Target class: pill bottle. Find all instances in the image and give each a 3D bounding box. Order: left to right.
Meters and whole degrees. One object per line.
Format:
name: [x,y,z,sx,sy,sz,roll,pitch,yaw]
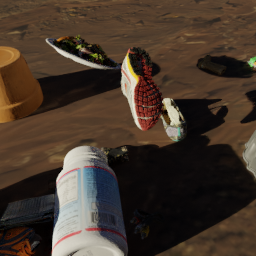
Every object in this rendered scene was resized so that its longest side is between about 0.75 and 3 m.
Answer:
pill bottle: [-0.893,1.700,6.274,1.469,1.469,2.702,-5,39,-6]

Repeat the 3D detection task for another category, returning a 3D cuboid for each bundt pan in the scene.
bundt pan: [4.810,0.667,7.890,2.806,1.053,2.806,-1,39,1]

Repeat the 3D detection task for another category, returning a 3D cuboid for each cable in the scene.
cable: [0.422,2.032,6.224,0.576,0.298,1.186,55,19,19]

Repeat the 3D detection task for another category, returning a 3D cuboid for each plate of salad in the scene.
plate of salad: [-1.376,-2.571,9.234,2.582,0.620,2.582,21,19,-7]

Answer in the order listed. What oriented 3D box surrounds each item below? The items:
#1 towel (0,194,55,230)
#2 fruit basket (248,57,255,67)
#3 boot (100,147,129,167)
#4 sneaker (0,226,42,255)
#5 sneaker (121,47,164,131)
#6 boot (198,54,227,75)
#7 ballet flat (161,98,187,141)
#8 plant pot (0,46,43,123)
towel: [-2.329,1.912,6.570,1.236,0.222,1.283,-8,11,-9]
fruit basket: [6.065,-2.909,12.916,0.805,0.407,0.869,-26,61,-28]
boot: [-0.378,0.919,8.107,0.817,0.397,1.085,-5,33,-5]
sneaker: [-2.138,2.688,5.580,1.162,0.805,2.075,-33,49,-32]
sneaker: [0.338,-1.029,7.821,0.903,0.953,2.319,0,71,-24]
boot: [3.967,-2.894,12.842,1.153,0.381,1.010,27,59,31]
ballet flat: [1.464,-0.554,9.567,0.825,0.825,2.294,-6,39,-7]
plant pot: [-4.610,-1.707,10.159,2.687,1.881,2.687,1,40,-1]
